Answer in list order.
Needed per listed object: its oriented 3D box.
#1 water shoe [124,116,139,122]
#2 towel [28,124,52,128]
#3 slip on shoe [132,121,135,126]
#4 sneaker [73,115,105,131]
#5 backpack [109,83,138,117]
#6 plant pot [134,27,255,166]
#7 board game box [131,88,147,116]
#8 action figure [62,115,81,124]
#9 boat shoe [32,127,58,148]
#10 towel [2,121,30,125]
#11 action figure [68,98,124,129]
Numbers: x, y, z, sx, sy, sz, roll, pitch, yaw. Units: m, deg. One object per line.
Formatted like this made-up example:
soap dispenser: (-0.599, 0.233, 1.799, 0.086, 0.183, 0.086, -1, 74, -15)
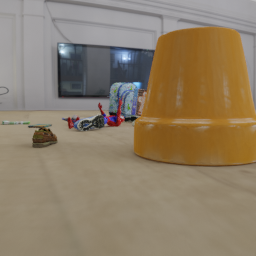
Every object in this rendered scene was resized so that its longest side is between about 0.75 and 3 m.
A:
water shoe: (0.230, -0.448, 13.904, 0.903, 0.323, 0.356, 4, 4, 33)
towel: (-3.421, -0.078, 10.910, 0.631, 0.093, 0.860, 0, 6, 8)
slip on shoe: (0.588, -0.197, 11.375, 0.908, 0.278, 0.336, -13, 47, -20)
sneaker: (-1.322, -0.190, 9.588, 0.569, 0.501, 1.276, 5, 10, 42)
backpack: (-0.124, -1.926, 19.246, 1.735, 2.361, 2.161, 5, 6, 44)
plant pot: (1.218, -0.569, 4.939, 2.225, 2.037, 2.225, 0, 5, 0)
board game box: (1.802, -1.055, 13.205, 2.600, 1.259, 2.073, 11, 8, 30)
action figure: (-2.307, -0.386, 11.786, 0.875, 0.458, 0.847, 18, -16, -9)
boat shoe: (-1.792, 0.169, 6.161, 0.394, 0.372, 1.094, 0, 5, -3)
towel: (-5.020, -0.263, 12.599, 1.121, 0.172, 0.836, -1, 6, -14)
action figure: (-1.048, -0.594, 10.738, 0.821, 1.246, 2.517, 5, 4, 43)
